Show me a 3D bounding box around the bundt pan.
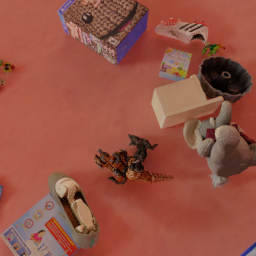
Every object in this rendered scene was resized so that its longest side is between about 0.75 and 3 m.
[{"bbox_3d":[3.350,-1.646,9.995,1.972,0.740,1.972,5,55,-8],"label":"bundt pan"}]

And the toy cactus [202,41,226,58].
[{"bbox_3d":[3.208,-3.100,10.840,0.930,0.476,0.768,-24,57,-4],"label":"toy cactus"}]

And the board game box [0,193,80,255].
[{"bbox_3d":[-2.597,3.447,8.857,1.933,0.552,1.974,-40,78,-11],"label":"board game box"}]

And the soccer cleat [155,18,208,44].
[{"bbox_3d":[2.082,-3.678,10.815,2.076,0.712,0.884,1,70,-5],"label":"soccer cleat"}]

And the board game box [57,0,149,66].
[{"bbox_3d":[-0.881,-4.068,10.602,2.626,1.272,2.093,34,77,8],"label":"board game box"}]

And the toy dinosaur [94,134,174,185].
[{"bbox_3d":[0.198,1.156,9.390,2.566,1.311,1.742,20,89,-13],"label":"toy dinosaur"}]

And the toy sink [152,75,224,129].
[{"bbox_3d":[1.980,-0.959,9.698,2.065,1.346,1.157,-17,74,-4],"label":"toy sink"}]

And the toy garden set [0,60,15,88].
[{"bbox_3d":[-5.018,-1.991,10.542,1.135,0.272,1.362,11,74,3],"label":"toy garden set"}]

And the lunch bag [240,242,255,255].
[{"bbox_3d":[3.765,5.106,7.701,2.477,1.857,2.914,43,100,1],"label":"lunch bag"}]

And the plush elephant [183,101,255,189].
[{"bbox_3d":[3.117,0.290,8.999,2.402,2.917,2.258,0,51,-13],"label":"plush elephant"}]

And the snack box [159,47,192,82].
[{"bbox_3d":[1.772,-2.367,10.498,0.993,0.399,1.178,16,64,3],"label":"snack box"}]

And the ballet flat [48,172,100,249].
[{"bbox_3d":[-1.627,2.232,8.560,0.965,0.912,2.865,-13,50,-31],"label":"ballet flat"}]

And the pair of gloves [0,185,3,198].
[{"bbox_3d":[-5.204,2.460,9.306,2.129,0.243,1.711,-11,75,-2],"label":"pair of gloves"}]
